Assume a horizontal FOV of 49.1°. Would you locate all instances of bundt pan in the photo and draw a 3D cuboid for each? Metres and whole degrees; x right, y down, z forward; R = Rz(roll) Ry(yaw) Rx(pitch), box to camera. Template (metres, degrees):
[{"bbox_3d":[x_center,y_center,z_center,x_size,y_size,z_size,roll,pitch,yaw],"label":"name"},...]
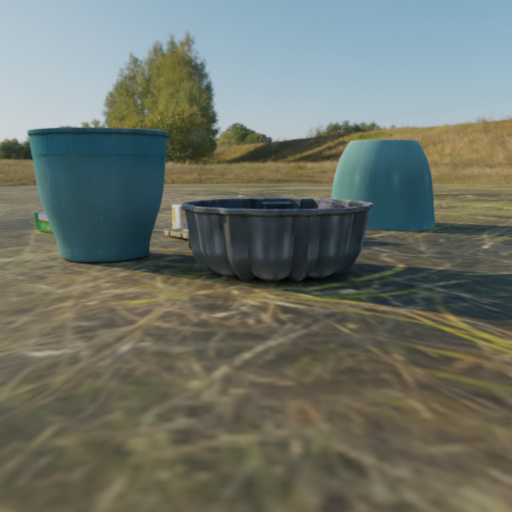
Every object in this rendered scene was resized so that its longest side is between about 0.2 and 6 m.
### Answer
[{"bbox_3d":[0.264,-0.246,7.370,2.503,0.939,2.503,0,8,0],"label":"bundt pan"}]

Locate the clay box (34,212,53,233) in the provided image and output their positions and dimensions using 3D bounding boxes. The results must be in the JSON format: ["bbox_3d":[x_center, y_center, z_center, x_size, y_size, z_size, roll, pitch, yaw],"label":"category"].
[{"bbox_3d":[-3.809,-0.791,12.408,1.033,0.428,1.797,9,14,42],"label":"clay box"}]

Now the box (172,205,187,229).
[{"bbox_3d":[-1.222,-0.811,11.986,1.067,0.600,0.541,-4,10,-24],"label":"box"}]

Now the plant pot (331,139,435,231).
[{"bbox_3d":[2.980,-1.726,13.295,2.508,2.013,2.508,0,9,0],"label":"plant pot"}]

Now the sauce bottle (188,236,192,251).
[{"bbox_3d":[-0.473,-0.249,8.907,1.267,0.410,0.410,0,8,27],"label":"sauce bottle"}]

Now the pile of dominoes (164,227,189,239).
[{"bbox_3d":[-0.140,-0.452,10.944,2.757,0.439,2.149,-12,11,-26],"label":"pile of dominoes"}]

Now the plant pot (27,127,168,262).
[{"bbox_3d":[-2.331,-0.924,8.539,2.034,1.911,2.034,0,10,0],"label":"plant pot"}]

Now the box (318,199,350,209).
[{"bbox_3d":[0.975,-0.320,7.343,0.418,0.766,0.490,18,6,-14],"label":"box"}]
